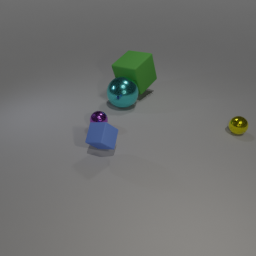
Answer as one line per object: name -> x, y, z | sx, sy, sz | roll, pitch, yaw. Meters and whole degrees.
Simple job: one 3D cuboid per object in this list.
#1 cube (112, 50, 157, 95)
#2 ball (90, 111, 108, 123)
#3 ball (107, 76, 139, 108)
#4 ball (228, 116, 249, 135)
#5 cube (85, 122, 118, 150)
cube -> 0.322, -2.628, 13.161 | 1.400, 1.400, 1.400 | 19, 52, 35
ball -> -1.127, -0.314, 10.837 | 0.700, 0.700, 0.700 | 0, 30, 0
ball -> -0.237, -1.569, 12.318 | 1.400, 1.400, 1.400 | 0, 30, 0
ball -> 4.133, -0.100, 10.483 | 0.700, 0.700, 0.700 | 0, 30, 0
cube -> -0.839, 0.259, 9.084 | 0.700, 0.700, 0.700 | -1, 69, 35
